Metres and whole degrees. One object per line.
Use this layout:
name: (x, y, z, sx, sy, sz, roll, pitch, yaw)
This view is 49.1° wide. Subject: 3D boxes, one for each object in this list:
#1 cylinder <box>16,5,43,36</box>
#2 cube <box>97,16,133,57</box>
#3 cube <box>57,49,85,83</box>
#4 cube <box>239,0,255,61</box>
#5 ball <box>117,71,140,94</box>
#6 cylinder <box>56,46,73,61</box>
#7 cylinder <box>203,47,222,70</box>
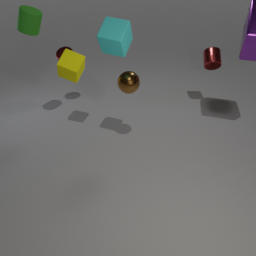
cylinder: (-3.106, -3.384, 8.828, 0.700, 0.700, 0.700, 17, 32, -11)
cube: (-0.340, -2.454, 7.569, 0.700, 0.700, 0.700, 16, 70, 14)
cube: (-1.882, -2.049, 9.296, 0.700, 0.700, 0.700, 22, 66, -1)
cube: (4.447, -3.053, 8.871, 1.400, 1.400, 1.400, 10, 75, 15)
ball: (0.023, -1.411, 8.664, 0.700, 0.700, 0.700, 0, 33, 0)
cylinder: (-2.508, -2.838, 11.461, 0.700, 0.700, 0.700, -2, 64, 4)
cylinder: (3.471, -2.855, 11.541, 0.700, 0.700, 0.700, 2, 71, 3)
